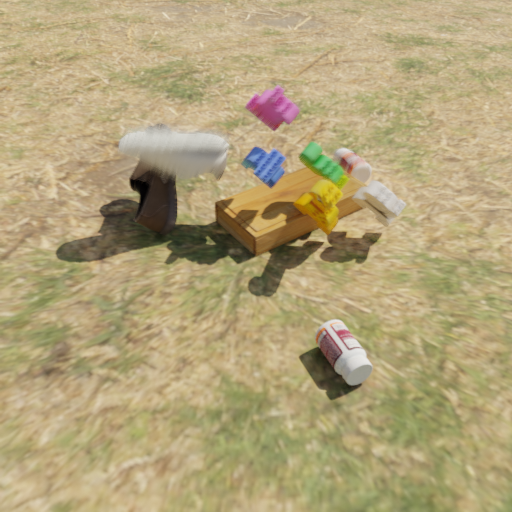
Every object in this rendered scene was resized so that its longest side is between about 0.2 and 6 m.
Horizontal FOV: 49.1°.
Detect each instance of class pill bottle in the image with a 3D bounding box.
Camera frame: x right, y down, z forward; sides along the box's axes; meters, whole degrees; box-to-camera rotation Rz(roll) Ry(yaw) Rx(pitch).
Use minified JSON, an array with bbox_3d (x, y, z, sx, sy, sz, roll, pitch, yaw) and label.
[{"bbox_3d":[2.252,-2.138,13.259,0.548,0.548,1.001,-14,39,-17],"label":"pill bottle"},{"bbox_3d":[1.384,1.527,8.857,0.556,0.556,0.974,-15,42,-18],"label":"pill bottle"}]

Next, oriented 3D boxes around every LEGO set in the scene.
[{"bbox_3d":[1.129,-1.562,10.636,3.804,1.561,1.451,39,80,-5],"label":"LEGO set"}]

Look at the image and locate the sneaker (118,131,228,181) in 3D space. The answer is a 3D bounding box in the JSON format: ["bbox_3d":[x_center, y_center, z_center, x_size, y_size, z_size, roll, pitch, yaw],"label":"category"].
[{"bbox_3d":[-1.629,-1.954,11.102,2.159,0.869,0.825,3,32,-15],"label":"sneaker"}]

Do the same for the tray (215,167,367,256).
[{"bbox_3d":[0.803,-1.137,12.094,3.058,0.566,1.508,-24,45,-27],"label":"tray"}]

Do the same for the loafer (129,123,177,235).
[{"bbox_3d":[-2.158,-1.692,11.653,0.886,0.911,2.496,6,66,-31],"label":"loafer"}]
